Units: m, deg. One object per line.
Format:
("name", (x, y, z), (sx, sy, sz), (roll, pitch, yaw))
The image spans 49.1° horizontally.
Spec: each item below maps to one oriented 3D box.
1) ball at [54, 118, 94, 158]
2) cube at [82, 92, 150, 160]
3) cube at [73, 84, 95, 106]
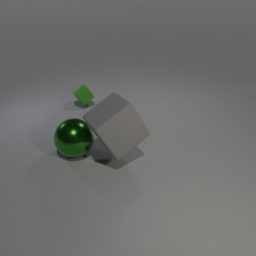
("ball", (-1.909, 0.353, 9.913), (1.400, 1.400, 1.400), (0, 30, 0))
("cube", (-0.397, -0.093, 9.212), (1.400, 1.400, 1.400), (-39, 33, -7))
("cube", (-2.138, -1.595, 13.494), (0.700, 0.700, 0.700), (-40, 23, -4))
